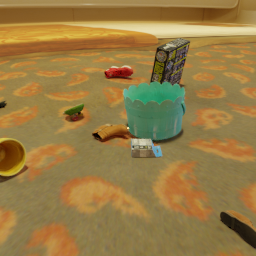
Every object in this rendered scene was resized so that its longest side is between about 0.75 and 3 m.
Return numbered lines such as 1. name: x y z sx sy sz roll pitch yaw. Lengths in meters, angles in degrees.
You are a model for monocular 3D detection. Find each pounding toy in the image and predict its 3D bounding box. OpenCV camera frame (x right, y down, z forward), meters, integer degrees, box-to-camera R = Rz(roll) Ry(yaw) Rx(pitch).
1. pounding toy: -2.122 -0.591 11.329 0.850 0.511 1.101 -25 5 -22

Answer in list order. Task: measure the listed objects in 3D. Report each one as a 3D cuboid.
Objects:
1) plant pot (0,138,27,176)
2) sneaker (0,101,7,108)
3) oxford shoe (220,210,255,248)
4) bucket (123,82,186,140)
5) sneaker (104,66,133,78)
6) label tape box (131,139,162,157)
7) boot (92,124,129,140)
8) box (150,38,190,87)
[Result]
1. plant pot: -3.575 0.787 7.919 0.971 1.032 1.032 2 22 41
2. sneaker: -5.599 -0.997 12.266 0.414 0.238 0.794 -7 23 -4
3. oxford shoe: 2.507 2.078 5.891 0.409 0.409 1.147 -8 26 -26
4. bucket: 0.953 -0.661 10.052 2.281 1.484 2.281 -3 26 2
5. sneaker: -0.628 -3.160 16.348 1.817 0.712 1.050 7 33 42
6. label tape box: 0.582 0.625 8.907 0.959 0.317 0.687 -2 26 0
7. boot: -0.608 0.152 9.716 1.136 0.435 0.882 17 30 32
8. box: 2.051 -2.987 13.796 0.657 2.378 2.968 22 34 21
